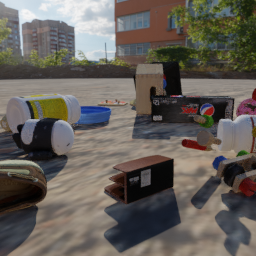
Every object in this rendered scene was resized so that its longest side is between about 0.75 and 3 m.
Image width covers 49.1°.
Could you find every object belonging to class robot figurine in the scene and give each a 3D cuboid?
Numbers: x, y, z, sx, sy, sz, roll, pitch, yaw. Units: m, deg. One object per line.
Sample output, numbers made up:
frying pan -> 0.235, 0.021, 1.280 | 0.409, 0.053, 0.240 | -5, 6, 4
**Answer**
robot figurine -> -1.958, 0.225, 6.601 | 1.363, 1.024, 0.851 | 1, -4, 6

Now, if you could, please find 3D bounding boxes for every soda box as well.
soda box -> 2.374, -0.742, 10.635 | 2.982, 0.944, 1.055 | 2, 11, 5

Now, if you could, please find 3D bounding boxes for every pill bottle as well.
pill bottle -> 2.996, 0.194, 6.367 | 1.754, 0.984, 0.984 | 2, 13, 8
pill bottle -> -2.613, -0.479, 8.919 | 1.191, 1.191, 2.085 | 11, 16, 40

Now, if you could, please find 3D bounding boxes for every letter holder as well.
letter holder -> 0.165, 0.787, 4.770 | 1.032, 0.519, 0.734 | -9, 14, -37

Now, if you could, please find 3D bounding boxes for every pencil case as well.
pencil case -> 5.022, -0.726, 10.477 | 2.490, 1.077, 1.031 | -13, 48, -44

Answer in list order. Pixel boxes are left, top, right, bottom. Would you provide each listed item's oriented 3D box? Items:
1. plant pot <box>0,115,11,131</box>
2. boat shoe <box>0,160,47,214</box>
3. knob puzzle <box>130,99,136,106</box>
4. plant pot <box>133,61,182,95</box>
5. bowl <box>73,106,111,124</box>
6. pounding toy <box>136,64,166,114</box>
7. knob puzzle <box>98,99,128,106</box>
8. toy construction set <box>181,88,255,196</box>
plant pot -> -3.713, -0.260, 9.181 | 0.789, 0.789, 0.842 | 8, 27, 31
boat shoe -> -2.207, 0.870, 3.735 | 2.264, 0.836, 0.837 | -7, 20, -30
knob puzzle -> 0.741, -1.430, 15.197 | 1.549, 0.215, 1.549 | -14, 21, 6
plant pot -> 1.628, -2.584, 16.650 | 2.018, 2.275, 2.270 | -24, 24, -31
bowl -> -1.681, -0.526, 10.941 | 2.071, 0.406, 2.071 | 0, 13, 0
pounding toy -> 1.217, -1.636, 12.791 | 1.626, 2.287, 2.105 | 0, 26, 5
knob puzzle -> -0.798, -1.472, 15.588 | 1.780, 0.247, 1.780 | 0, 12, 0
toy construction set -> 2.401, 0.324, 5.189 | 1.714, 1.860, 2.231 | 13, -7, -41
